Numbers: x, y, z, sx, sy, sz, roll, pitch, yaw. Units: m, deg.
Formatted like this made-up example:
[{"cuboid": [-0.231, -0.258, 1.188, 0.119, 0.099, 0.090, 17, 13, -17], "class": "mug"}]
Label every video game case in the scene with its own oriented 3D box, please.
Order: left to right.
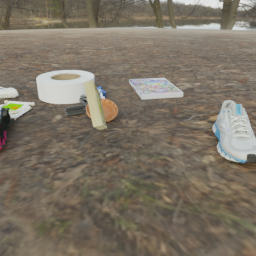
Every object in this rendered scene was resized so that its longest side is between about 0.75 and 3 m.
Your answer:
[{"cuboid": [1.252, -1.931, 13.376, 1.924, 0.242, 2.687, -5, 24, -10], "class": "video game case"}]

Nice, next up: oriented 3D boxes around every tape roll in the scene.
[{"cuboid": [-2.720, -1.877, 12.461, 2.535, 0.886, 2.535, 0, 24, 0], "class": "tape roll"}]

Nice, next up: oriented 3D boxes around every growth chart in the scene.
[{"cuboid": [-4.570, -0.620, 10.555, 1.623, 0.199, 2.242, 2, 24, 7], "class": "growth chart"}]

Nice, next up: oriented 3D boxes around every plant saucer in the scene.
[{"cuboid": [-0.922, -0.605, 9.953, 1.133, 0.212, 1.133, 5, 49, -6], "class": "plant saucer"}]

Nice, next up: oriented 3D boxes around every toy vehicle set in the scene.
[{"cuboid": [-0.919, -0.593, 8.221, 0.258, 1.211, 1.949, -12, -3, -1], "class": "toy vehicle set"}]

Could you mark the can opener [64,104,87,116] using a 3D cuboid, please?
[{"cuboid": [-1.767, -0.677, 10.635, 1.298, 0.346, 0.434, -11, -6, -22], "class": "can opener"}]

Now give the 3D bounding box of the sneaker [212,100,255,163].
[{"cuboid": [3.059, -0.027, 8.035, 1.040, 1.202, 2.774, 2, 26, 1], "class": "sneaker"}]

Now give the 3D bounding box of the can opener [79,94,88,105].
[{"cuboid": [-1.432, -1.020, 11.345, 1.277, 0.427, 0.341, 27, 32, 22], "class": "can opener"}]

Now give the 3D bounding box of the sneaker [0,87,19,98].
[{"cuboid": [-5.339, -1.471, 12.217, 1.248, 0.477, 0.502, 5, 35, 22], "class": "sneaker"}]

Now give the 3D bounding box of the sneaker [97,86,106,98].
[{"cuboid": [-1.168, -1.429, 12.057, 0.506, 0.455, 1.230, 2, 32, 0], "class": "sneaker"}]

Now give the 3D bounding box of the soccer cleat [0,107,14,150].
[{"cuboid": [-4.163, 0.116, 8.286, 1.109, 0.897, 2.569, -16, 22, -5], "class": "soccer cleat"}]
